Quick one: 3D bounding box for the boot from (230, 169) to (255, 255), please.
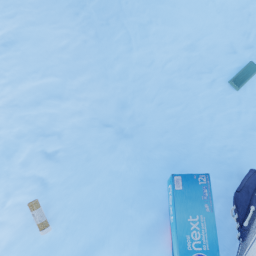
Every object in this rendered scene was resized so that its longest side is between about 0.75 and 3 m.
[{"bbox_3d":[2.635,2.109,5.938,0.889,1.103,2.443,32,85,-32],"label":"boot"}]

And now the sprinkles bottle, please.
[{"bbox_3d":[-1.992,2.004,6.306,0.266,0.266,0.779,-24,93,-11],"label":"sprinkles bottle"}]

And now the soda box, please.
[{"bbox_3d":[1.357,2.328,5.856,0.846,0.894,2.636,-1,70,0],"label":"soda box"}]

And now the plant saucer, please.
[{"bbox_3d":[3.410,-1.544,8.167,1.120,0.106,0.391,-41,81,-17],"label":"plant saucer"}]
